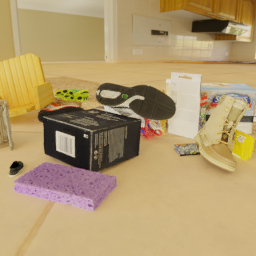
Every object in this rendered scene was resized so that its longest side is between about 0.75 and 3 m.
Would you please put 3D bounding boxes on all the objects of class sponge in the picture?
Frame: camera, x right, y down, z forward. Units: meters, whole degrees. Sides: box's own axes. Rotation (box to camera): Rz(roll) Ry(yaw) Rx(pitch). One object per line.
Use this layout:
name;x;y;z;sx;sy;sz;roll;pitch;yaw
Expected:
sponge;-1.541;1.382;6.966;2.237;0.334;1.248;7;20;21

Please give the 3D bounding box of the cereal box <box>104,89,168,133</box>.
cereal box;0.260;-0.765;11.209;2.575;1.852;0.509;9;44;23

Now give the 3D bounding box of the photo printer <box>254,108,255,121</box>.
photo printer;6.421;-0.601;12.809;1.597;0.555;1.329;-13;22;-37

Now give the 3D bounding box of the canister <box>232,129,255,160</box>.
canister;3.459;0.459;9.043;0.497;0.853;1.148;-7;21;-21

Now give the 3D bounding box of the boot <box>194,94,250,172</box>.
boot;2.940;0.044;8.333;0.892;1.905;2.451;26;18;-8

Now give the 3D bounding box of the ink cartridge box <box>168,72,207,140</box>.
ink cartridge box;2.253;-0.876;10.568;1.327;2.435;0.613;15;23;40

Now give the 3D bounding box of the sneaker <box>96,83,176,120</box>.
sneaker;0.364;-0.762;8.688;2.475;0.934;1.424;16;-2;19

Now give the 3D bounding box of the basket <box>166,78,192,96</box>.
basket;3.485;-2.574;18.082;1.242;1.130;1.832;-16;25;-42

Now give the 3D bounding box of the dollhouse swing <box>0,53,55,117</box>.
dollhouse swing;-5.247;-1.942;12.807;2.831;2.489;2.572;-13;15;9

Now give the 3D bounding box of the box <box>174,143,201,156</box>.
box;2.048;0.713;9.302;0.908;0.181;0.622;-3;19;-10

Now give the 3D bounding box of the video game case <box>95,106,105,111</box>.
video game case;-1.170;-0.890;14.298;1.165;0.209;1.056;8;19;23

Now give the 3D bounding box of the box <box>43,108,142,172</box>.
box;-1.085;0.269;8.683;2.154;1.286;2.191;15;20;38

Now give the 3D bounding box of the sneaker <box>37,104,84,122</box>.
sneaker;-3.129;-0.790;13.128;2.165;0.723;1.160;-8;21;-14

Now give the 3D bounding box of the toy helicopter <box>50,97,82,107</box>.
toy helicopter;-3.586;-1.347;14.759;2.263;0.893;1.496;5;17;-1

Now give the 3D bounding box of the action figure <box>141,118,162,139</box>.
action figure;0.280;-0.187;10.747;2.201;1.090;0.718;11;28;24

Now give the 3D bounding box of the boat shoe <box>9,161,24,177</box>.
boat shoe;-3.192;1.081;7.980;0.319;0.283;0.853;0;18;0

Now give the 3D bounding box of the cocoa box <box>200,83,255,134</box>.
cocoa box;3.690;-0.910;11.734;2.722;1.786;1.815;2;18;8

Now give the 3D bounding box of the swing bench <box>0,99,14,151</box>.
swing bench;-4.746;-0.073;9.407;1.628;1.619;1.056;-5;19;-17

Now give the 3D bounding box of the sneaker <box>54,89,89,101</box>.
sneaker;-3.396;-1.891;16.634;0.986;0.874;2.359;6;10;40
